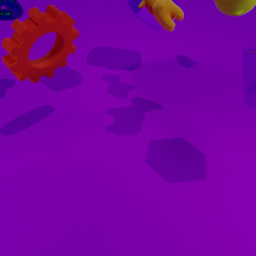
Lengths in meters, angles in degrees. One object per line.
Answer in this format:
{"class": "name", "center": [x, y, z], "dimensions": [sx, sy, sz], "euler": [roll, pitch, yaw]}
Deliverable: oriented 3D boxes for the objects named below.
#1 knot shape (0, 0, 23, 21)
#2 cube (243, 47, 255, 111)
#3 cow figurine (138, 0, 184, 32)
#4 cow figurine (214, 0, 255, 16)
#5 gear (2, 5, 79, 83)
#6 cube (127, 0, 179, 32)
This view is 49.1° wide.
{"class": "knot shape", "center": [-2.902, -2.571, 5.948], "dimensions": [1.736, 0.802, 1.624], "euler": [-45, 10, 3]}
{"class": "cube", "center": [2.242, -0.717, 3.961], "dimensions": [0.890, 0.890, 0.890], "euler": [-9, 18, 4]}
{"class": "cow figurine", "center": [0.702, -2.674, 6.201], "dimensions": [1.111, 0.620, 1.129], "euler": [42, 17, -4]}
{"class": "cow figurine", "center": [1.743, -2.233, 4.274], "dimensions": [0.846, 1.517, 1.541], "euler": [0, 68, 33]}
{"class": "gear", "center": [-1.578, -1.508, 5.193], "dimensions": [0.273, 1.474, 1.474], "euler": [44, 56, 16]}
{"class": "cube", "center": [0.681, -3.423, 7.775], "dimensions": [0.909, 0.909, 0.909], "euler": [24, 30, -35]}
